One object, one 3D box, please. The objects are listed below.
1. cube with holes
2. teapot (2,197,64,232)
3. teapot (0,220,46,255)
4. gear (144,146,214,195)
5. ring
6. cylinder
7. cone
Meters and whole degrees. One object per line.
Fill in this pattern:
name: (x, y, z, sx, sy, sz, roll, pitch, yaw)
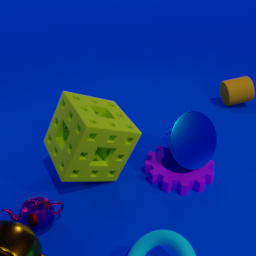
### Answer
cube with holes: (-0.851, 0.218, 6.341, 1.392, 1.392, 1.392, 8, 29, -39)
teapot: (-1.734, 1.552, 5.184, 1.083, 0.530, 0.673, -5, 21, -18)
teapot: (-1.768, 1.934, 4.007, 1.738, 1.081, 0.851, 10, 7, -2)
gear: (1.235, 0.957, 6.826, 1.631, 0.302, 1.631, 0, 29, 0)
ring: (0.474, 2.133, 4.230, 1.191, 0.238, 1.191, -21, 41, 20)
cylinder: (3.915, -1.330, 10.120, 0.914, 0.914, 0.914, -12, 30, 0)
cone: (1.243, 0.288, 7.043, 1.348, 1.348, 1.353, -15, 6, -25)
